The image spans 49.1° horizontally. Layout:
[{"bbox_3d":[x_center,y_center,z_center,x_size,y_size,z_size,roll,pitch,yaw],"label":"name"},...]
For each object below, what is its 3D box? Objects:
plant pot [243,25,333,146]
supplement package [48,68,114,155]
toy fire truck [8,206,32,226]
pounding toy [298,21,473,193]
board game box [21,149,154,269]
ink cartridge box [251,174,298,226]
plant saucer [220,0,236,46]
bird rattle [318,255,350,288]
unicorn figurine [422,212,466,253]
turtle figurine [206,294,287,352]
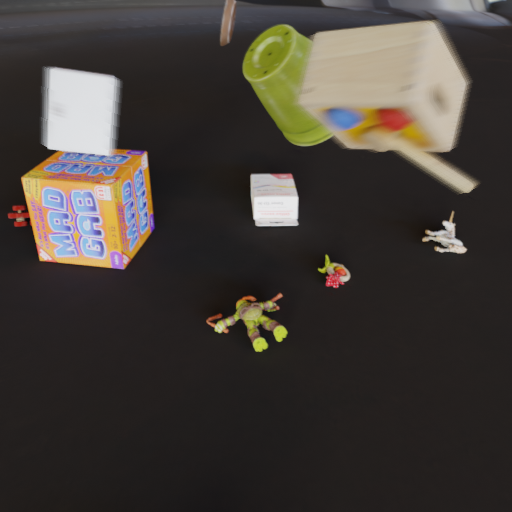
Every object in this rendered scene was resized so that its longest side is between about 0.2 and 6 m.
[{"bbox_3d":[0.764,-3.524,11.241,1.878,1.951,1.951,29,5,-45],"label":"plant pot"},{"bbox_3d":[-2.511,-2.076,8.045,0.845,1.085,0.602,4,19,-15],"label":"supplement package"},{"bbox_3d":[-4.991,-0.904,12.338,0.796,0.446,0.668,-5,7,-9],"label":"toy fire truck"},{"bbox_3d":[2.013,-2.031,8.045,1.977,1.526,2.147,11,-7,36],"label":"pounding toy"},{"bbox_3d":[-3.209,-1.002,11.088,1.768,1.766,1.767,5,31,9],"label":"board game box"},{"bbox_3d":[0.409,-1.293,12.760,0.996,0.577,1.710,-2,31,-3],"label":"ink cartridge box"},{"bbox_3d":[-0.629,-5.392,12.887,0.192,1.114,1.114,11,31,-1],"label":"plant saucer"},{"bbox_3d":[1.484,0.297,10.335,0.567,0.392,0.695,3,30,-28],"label":"bird rattle"},{"bbox_3d":[3.868,-0.378,11.447,0.820,0.441,1.193,0,44,-19],"label":"unicorn figurine"},{"bbox_3d":[0.008,0.977,9.047,1.424,0.459,1.148,-16,34,-25],"label":"turtle figurine"}]
